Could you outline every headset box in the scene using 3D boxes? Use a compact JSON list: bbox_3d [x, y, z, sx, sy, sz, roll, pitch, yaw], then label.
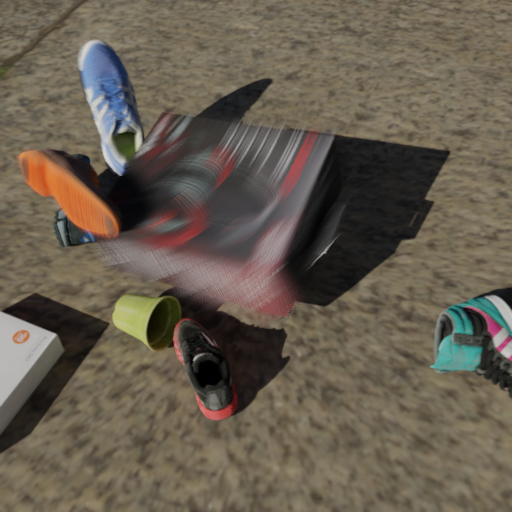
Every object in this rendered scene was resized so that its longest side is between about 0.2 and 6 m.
[{"bbox_3d":[-0.435,-0.803,9.723,3.844,1.442,2.857,14,62,22],"label":"headset box"}]

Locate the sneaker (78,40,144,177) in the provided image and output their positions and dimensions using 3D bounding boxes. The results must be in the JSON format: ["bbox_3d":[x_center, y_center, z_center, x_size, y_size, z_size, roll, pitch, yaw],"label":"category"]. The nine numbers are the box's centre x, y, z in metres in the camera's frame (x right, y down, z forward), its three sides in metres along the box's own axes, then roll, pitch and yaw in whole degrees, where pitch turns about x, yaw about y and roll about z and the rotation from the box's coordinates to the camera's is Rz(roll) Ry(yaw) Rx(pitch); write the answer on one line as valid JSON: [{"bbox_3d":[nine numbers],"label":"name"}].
[{"bbox_3d":[-2.774,-2.926,11.335,1.055,2.785,1.073,-23,23,-21],"label":"sneaker"}]

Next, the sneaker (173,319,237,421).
[{"bbox_3d":[-0.836,1.590,8.717,0.660,0.912,1.867,-20,50,-13],"label":"sneaker"}]

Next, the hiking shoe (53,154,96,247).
[{"bbox_3d":[-3.400,-1.107,11.233,0.961,0.824,2.216,0,59,-6],"label":"hiking shoe"}]

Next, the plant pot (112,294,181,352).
[{"bbox_3d":[-1.868,1.023,9.307,0.856,0.931,0.931,13,49,26],"label":"plant pot"}]

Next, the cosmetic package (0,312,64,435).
[{"bbox_3d":[-4.359,1.917,8.659,1.673,0.573,2.219,19,51,13],"label":"cosmetic package"}]

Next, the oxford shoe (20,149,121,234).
[{"bbox_3d":[-2.911,-1.201,9.281,2.421,0.863,0.883,36,45,27],"label":"oxford shoe"}]

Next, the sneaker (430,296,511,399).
[{"bbox_3d":[3.506,1.646,8.526,1.522,1.054,2.522,-5,41,-11],"label":"sneaker"}]
